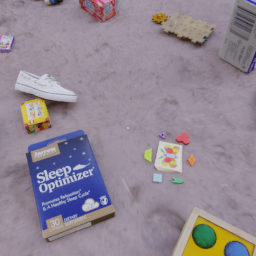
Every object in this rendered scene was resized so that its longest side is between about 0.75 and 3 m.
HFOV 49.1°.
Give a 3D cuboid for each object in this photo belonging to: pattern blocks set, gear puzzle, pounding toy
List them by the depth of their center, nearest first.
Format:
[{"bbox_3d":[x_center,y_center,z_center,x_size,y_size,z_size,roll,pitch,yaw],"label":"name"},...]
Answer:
[{"bbox_3d":[2.043,3.284,5.687,2.545,1.164,2.236,25,58,17],"label":"pounding toy"},{"bbox_3d":[1.204,0.825,8.069,1.468,0.135,1.671,-2,55,-1],"label":"pattern blocks set"},{"bbox_3d":[2.109,-4.142,11.520,2.690,0.352,1.393,29,61,22],"label":"gear puzzle"}]

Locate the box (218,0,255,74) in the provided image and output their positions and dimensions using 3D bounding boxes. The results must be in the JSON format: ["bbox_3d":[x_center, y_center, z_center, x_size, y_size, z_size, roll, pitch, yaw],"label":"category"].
[{"bbox_3d":[4.799,-3.712,9.859,2.668,2.453,1.400,-35,60,-22],"label":"box"}]

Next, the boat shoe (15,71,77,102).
[{"bbox_3d":[-2.680,-1.379,9.078,2.206,0.811,0.737,13,100,10],"label":"boat shoe"}]

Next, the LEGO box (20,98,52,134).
[{"bbox_3d":[-2.890,-0.402,8.782,0.750,0.388,1.007,-16,56,-11],"label":"LEGO box"}]

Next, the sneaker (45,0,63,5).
[{"bbox_3d":[-3.303,-6.385,12.853,0.953,0.658,1.714,-7,59,2],"label":"sneaker"}]

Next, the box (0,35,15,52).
[{"bbox_3d":[-4.834,-3.304,10.982,0.581,0.166,0.848,0,55,0],"label":"box"}]

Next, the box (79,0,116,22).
[{"bbox_3d":[-1.358,-5.406,12.087,0.827,0.792,1.658,-35,62,-22],"label":"box"}]

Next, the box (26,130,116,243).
[{"bbox_3d":[-1.668,1.281,7.554,1.789,0.479,2.954,-18,55,-12],"label":"box"}]
